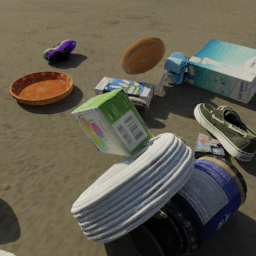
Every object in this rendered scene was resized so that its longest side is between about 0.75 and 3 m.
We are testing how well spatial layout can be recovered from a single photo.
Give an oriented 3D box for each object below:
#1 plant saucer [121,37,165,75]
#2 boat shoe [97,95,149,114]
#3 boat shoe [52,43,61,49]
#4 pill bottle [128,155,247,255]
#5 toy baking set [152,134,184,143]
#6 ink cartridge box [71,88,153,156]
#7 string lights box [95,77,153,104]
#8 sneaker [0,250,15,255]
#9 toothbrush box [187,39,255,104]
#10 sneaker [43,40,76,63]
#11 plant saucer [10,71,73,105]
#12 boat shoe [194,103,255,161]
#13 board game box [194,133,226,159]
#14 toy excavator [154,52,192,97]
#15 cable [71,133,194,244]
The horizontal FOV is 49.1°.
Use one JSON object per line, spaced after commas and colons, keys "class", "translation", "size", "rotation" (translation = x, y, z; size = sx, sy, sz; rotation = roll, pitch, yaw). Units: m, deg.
{"class": "plant saucer", "translation": [0.663, -2.896, 11.616], "size": [1.982, 1.982, 0.320], "rotation": [-16, 63, -21]}
{"class": "boat shoe", "translation": [-0.295, -0.734, 10.342], "size": [2.102, 0.756, 0.681], "rotation": [9, 49, 8]}
{"class": "boat shoe", "translation": [-3.909, -4.235, 15.115], "size": [0.553, 0.525, 1.462], "rotation": [15, 39, 19]}
{"class": "pill bottle", "translation": [1.325, 1.805, 6.273], "size": [2.664, 1.490, 1.490], "rotation": [-28, 45, -31]}
{"class": "toy baking set", "translation": [1.302, 0.476, 9.202], "size": [1.135, 0.132, 0.871], "rotation": [2, 34, 2]}
{"class": "ink cartridge box", "translation": [-0.674, -0.096, 7.704], "size": [0.827, 1.448, 2.790], "rotation": [-40, 17, -23]}
{"class": "string lights box", "translation": [-0.141, -1.416, 11.269], "size": [2.122, 0.626, 1.090], "rotation": [10, 38, 13]}
{"class": "sneaker", "translation": [-2.744, 2.808, 5.779], "size": [1.678, 0.641, 0.675], "rotation": [28, 35, 24]}
{"class": "toothbrush box", "translation": [4.257, -2.509, 11.915], "size": [2.814, 1.200, 2.060], "rotation": [26, 58, 32]}
{"class": "sneaker", "translation": [-3.296, -3.902, 14.583], "size": [1.038, 0.726, 2.087], "rotation": [27, 50, 28]}
{"class": "plant saucer", "translation": [-3.598, -1.680, 11.822], "size": [2.574, 0.415, 2.574], "rotation": [0, 36, 0]}
{"class": "boat shoe", "translation": [3.229, -0.186, 9.172], "size": [1.052, 0.947, 2.975], "rotation": [3, 31, -23]}
{"class": "board game box", "translation": [2.561, 0.557, 8.930], "size": [0.961, 0.296, 0.960], "rotation": [3, 38, 5]}
{"class": "toy excavator", "translation": [1.837, -2.337, 12.041], "size": [1.017, 1.980, 2.036], "rotation": [22, 14, 26]}
{"class": "cable", "translation": [0.126, 1.207, 6.136], "size": [2.906, 2.907, 1.006], "rotation": [-36, 89, -20]}
